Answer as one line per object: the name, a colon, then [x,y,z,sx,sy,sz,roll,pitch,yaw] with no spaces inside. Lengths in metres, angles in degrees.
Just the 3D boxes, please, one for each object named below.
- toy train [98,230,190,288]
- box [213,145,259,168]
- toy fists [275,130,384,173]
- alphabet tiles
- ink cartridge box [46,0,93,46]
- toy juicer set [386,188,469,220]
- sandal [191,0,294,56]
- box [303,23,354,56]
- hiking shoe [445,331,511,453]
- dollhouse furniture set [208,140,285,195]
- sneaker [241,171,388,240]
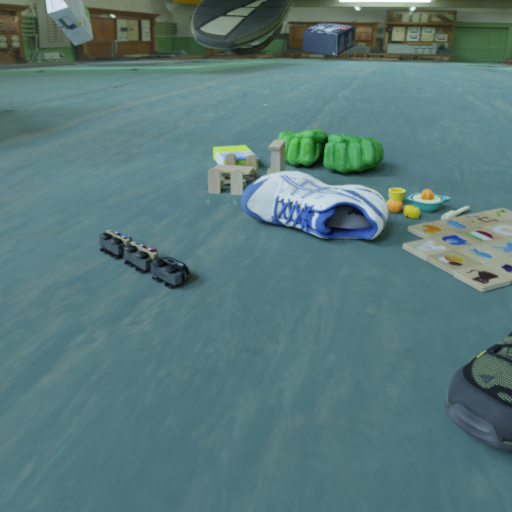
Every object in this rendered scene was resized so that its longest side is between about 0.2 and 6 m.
toy train: [-1.954,-0.008,9.580,2.359,0.402,0.540,22,29,39]
box: [-0.568,-2.723,15.627,0.978,0.382,1.604,-6,25,-14]
toy fists: [1.941,-2.906,15.284,3.002,1.032,1.530,15,29,28]
alphabet tiles: [4.847,-0.165,10.269,3.911,0.124,3.254,-11,27,-23]
ink cartridge box: [-3.177,-4.141,9.342,0.373,0.649,1.107,-15,-17,7]
toy juicer set: [3.619,-1.132,11.986,1.746,0.475,1.110,11,26,22]
sandal: [-0.059,-3.526,8.566,1.131,0.813,2.848,19,36,11]
box: [1.524,-4.563,11.769,0.831,0.433,0.757,20,43,30]
hiking shoe: [3.285,0.826,6.122,3.370,1.697,1.276,-18,30,-35]
dollhouse furniture set: [-0.193,-2.228,13.646,1.706,1.110,1.567,6,24,12]
sneaker: [1.062,-0.937,10.801,2.916,1.098,1.285,4,24,11]
